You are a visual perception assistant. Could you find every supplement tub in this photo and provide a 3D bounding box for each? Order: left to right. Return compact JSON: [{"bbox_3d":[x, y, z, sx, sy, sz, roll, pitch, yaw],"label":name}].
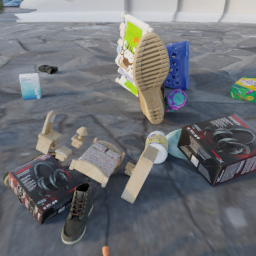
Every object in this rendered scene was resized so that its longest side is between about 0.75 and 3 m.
[{"bbox_3d":[0.757,0.494,7.439,0.598,0.598,0.823,4,28,8],"label":"supplement tub"}]

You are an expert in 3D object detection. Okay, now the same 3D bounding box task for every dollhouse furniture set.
[{"bbox_3d":[-0.613,0.408,6.278,2.421,1.072,1.255,27,21,7],"label":"dollhouse furniture set"}]

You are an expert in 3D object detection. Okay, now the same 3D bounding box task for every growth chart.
[{"bbox_3d":[0.162,-2.826,11.001,0.263,2.968,2.148,-15,35,-36],"label":"growth chart"}]

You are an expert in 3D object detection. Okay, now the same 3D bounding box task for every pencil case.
[{"bbox_3d":[1.526,-0.884,9.431,0.624,0.677,1.465,18,-2,1],"label":"pencil case"}]

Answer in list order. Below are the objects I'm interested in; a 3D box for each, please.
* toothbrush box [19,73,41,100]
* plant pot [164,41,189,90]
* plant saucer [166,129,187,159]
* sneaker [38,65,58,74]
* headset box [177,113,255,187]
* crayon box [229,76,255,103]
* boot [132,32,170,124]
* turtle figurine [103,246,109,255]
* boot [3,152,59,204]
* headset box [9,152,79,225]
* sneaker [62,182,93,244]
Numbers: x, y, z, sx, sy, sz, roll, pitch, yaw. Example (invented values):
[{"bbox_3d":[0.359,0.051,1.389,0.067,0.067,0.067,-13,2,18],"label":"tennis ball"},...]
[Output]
[{"bbox_3d":[-3.874,-1.650,11.144,0.701,0.957,0.408,-7,29,-12],"label":"toothbrush box"},{"bbox_3d":[1.888,-2.818,12.547,1.637,1.821,1.821,1,28,15],"label":"plant pot"},{"bbox_3d":[1.774,0.354,8.039,1.596,0.307,1.596,0,27,0],"label":"plant saucer"},{"bbox_3d":[-4.141,-2.991,14.307,1.032,0.395,0.591,6,21,1],"label":"sneaker"},{"bbox_3d":[2.511,0.450,7.070,1.995,0.771,1.485,-14,44,-22],"label":"headset box"},{"bbox_3d":[5.023,-1.628,11.571,1.036,0.508,1.744,19,33,32],"label":"crayon box"},{"bbox_3d":[0.635,-1.848,9.168,1.078,2.978,2.478,-7,33,0],"label":"boot"},{"bbox_3d":[0.581,2.361,3.651,2.004,0.800,2.485,-6,28,-12],"label":"turtle figurine"},{"bbox_3d":[-2.036,1.148,6.415,1.332,0.516,0.921,-31,44,-26],"label":"boot"},{"bbox_3d":[-1.758,1.172,5.828,1.309,0.505,0.974,42,44,23],"label":"headset box"},{"bbox_3d":[-0.985,1.582,5.337,0.433,0.615,1.158,4,28,7],"label":"sneaker"}]
